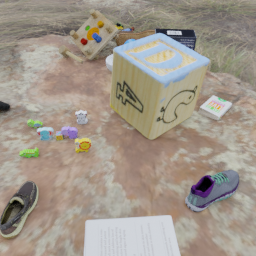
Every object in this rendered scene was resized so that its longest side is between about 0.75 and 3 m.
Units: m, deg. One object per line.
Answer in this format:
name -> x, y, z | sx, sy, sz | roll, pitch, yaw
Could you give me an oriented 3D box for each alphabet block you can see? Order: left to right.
alphabet block -> 0.919, -1.442, 9.365 | 2.272, 2.326, 2.284 | -28, 54, -30

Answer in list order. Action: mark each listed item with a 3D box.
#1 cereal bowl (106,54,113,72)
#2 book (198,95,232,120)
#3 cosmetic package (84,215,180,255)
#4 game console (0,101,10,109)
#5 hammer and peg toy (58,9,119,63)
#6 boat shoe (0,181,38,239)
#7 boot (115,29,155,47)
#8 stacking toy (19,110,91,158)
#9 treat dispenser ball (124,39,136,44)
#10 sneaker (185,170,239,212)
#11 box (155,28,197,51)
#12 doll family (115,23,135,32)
cereal bowl -> -0.279, -2.850, 12.754 | 1.451, 0.604, 1.451 | -1, 38, 0
book -> 3.253, -0.749, 10.411 | 0.792, 0.285, 1.185 | 28, 45, 26
cosmetic package -> 0.062, 2.626, 5.189 | 1.670, 1.389, 1.398 | -2, 38, -4
game console -> -5.749, -0.555, 10.159 | 2.099, 1.222, 1.846 | 19, 11, 22
hammer and peg toy -> -1.928, -4.237, 13.785 | 2.821, 0.995, 2.075 | -45, 61, 8
boat shoe -> -2.635, 1.869, 6.851 | 0.584, 0.517, 1.595 | 2, 38, 2
boot -> 0.756, -4.515, 14.828 | 2.794, 1.028, 1.054 | -6, 62, -6
stacking toy -> -2.290, 0.152, 9.045 | 2.170, 0.510, 1.636 | -5, 39, -6
treat dispenser ball -> 0.206, -3.869, 13.772 | 0.960, 0.960, 0.960 | 0, 38, 0
sneaker -> 2.278, 1.438, 7.172 | 1.821, 0.797, 0.678 | -25, 45, -28
box -> 2.028, -3.395, 12.517 | 1.756, 1.742, 1.082 | 2, 38, 3
doll family -> -0.402, -5.667, 16.318 | 1.044, 0.709, 1.806 | -28, 51, -36
